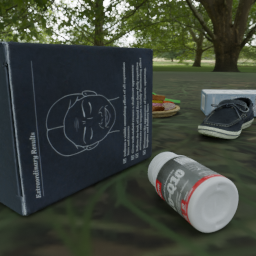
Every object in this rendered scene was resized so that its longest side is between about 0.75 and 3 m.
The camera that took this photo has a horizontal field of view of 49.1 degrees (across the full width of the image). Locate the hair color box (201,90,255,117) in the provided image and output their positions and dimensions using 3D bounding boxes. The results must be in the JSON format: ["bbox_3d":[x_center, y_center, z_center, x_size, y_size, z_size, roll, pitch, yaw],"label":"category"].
[{"bbox_3d":[4.242,-0.949,10.446,2.806,0.851,1.389,1,14,7],"label":"hair color box"}]

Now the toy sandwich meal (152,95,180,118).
[{"bbox_3d":[0.753,-0.999,10.592,2.540,0.870,2.540,0,14,0],"label":"toy sandwich meal"}]

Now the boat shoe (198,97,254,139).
[{"bbox_3d":[2.818,-0.336,7.883,1.092,0.911,2.927,13,20,37],"label":"boat shoe"}]

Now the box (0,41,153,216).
[{"bbox_3d":[-1.014,-0.277,4.874,1.590,2.204,2.969,10,17,37],"label":"box"}]

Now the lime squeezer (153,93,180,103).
[{"bbox_3d":[1.036,-1.351,13.230,2.760,0.521,0.975,10,-14,39],"label":"lime squeezer"}]

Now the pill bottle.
[{"bbox_3d":[0.788,0.778,3.768,0.698,0.698,1.226,-6,14,-22],"label":"pill bottle"}]
